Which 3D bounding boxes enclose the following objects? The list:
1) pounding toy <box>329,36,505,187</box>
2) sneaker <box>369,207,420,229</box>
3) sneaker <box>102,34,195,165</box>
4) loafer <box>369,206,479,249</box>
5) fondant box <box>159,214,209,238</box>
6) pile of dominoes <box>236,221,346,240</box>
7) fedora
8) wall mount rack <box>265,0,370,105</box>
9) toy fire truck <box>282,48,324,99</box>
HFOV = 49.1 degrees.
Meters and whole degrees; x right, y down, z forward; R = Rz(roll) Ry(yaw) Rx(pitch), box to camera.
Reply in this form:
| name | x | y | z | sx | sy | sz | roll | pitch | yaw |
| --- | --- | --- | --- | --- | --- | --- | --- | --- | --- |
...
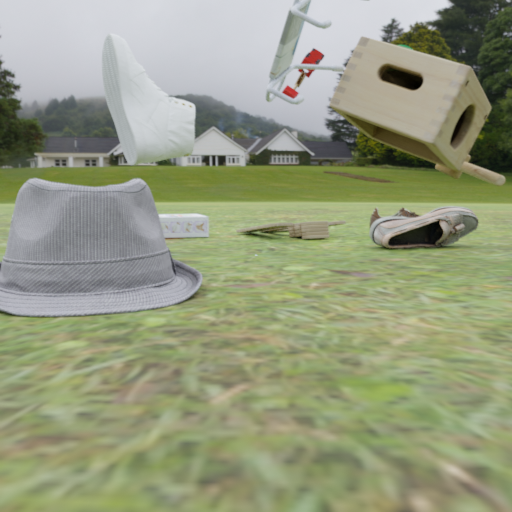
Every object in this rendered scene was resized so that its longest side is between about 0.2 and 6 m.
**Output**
| name | x | y | z | sx | sy | sz | roll | pitch | yaw |
| --- | --- | --- | --- | --- | --- | --- | --- | --- | --- |
| pounding toy | 3.002 | -2.155 | 8.918 | 2.503 | 1.303 | 2.849 | 30 | 10 | 30 |
| sneaker | 3.895 | -0.840 | 14.121 | 2.023 | 0.764 | 0.713 | 0 | 7 | 4 |
| sneaker | -1.897 | -2.838 | 10.175 | 1.405 | 2.431 | 0.896 | -12 | -8 | -32 |
| loafer | 3.577 | -0.472 | 11.631 | 2.347 | 0.844 | 0.738 | -8 | 25 | -7 |
| fondant box | -2.309 | -0.770 | 14.396 | 1.943 | 0.566 | 1.402 | -3 | 7 | -17 |
| pile of dominoes | 0.824 | -0.583 | 14.626 | 2.151 | 0.439 | 2.760 | -4 | 0 | -24 |
| fedora | -2.020 | -0.254 | 6.801 | 2.667 | 1.362 | 3.016 | -2 | 7 | -14 |
| wall mount rack | 0.795 | -2.836 | 7.415 | 0.691 | 1.852 | 1.609 | 29 | 45 | 8 |
| toy fire truck | 1.060 | -4.084 | 12.644 | 0.331 | 0.958 | 1.358 | 33 | 37 | -2 |
